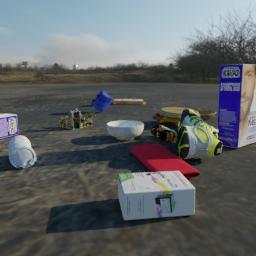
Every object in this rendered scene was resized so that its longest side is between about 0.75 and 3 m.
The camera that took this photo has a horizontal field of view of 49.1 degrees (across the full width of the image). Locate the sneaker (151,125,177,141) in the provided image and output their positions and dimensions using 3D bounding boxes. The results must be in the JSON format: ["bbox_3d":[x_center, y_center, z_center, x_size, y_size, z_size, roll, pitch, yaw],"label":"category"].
[{"bbox_3d":[1.107,0.170,9.615,0.532,0.414,1.183,-6,15,-38],"label":"sneaker"}]

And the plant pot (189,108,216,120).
[{"bbox_3d":[3.160,-0.706,14.068,2.444,0.336,2.444,-1,12,0],"label":"plant pot"}]

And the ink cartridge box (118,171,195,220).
[{"bbox_3d":[0.453,1.123,4.816,1.180,0.496,0.855,-2,12,-8],"label":"ink cartridge box"}]

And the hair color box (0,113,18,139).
[{"bbox_3d":[-5.133,0.041,9.313,1.383,0.820,2.530,5,11,25],"label":"hair color box"}]

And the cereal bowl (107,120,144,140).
[{"bbox_3d":[-0.096,0.093,9.708,1.272,0.530,1.272,1,12,0],"label":"cereal bowl"}]

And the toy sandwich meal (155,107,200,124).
[{"bbox_3d":[2.128,-0.451,12.186,1.999,0.685,1.999,2,14,-1],"label":"toy sandwich meal"}]

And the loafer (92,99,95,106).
[{"bbox_3d":[-1.882,-1.787,18.763,0.538,0.526,1.475,6,13,25],"label":"loafer"}]

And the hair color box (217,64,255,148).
[{"bbox_3d":[3.512,-0.723,8.765,1.355,2.479,0.804,-9,12,-39],"label":"hair color box"}]

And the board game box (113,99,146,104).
[{"bbox_3d":[0.124,-1.845,19.691,2.257,0.338,1.078,3,13,0],"label":"board game box"}]

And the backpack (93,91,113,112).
[{"bbox_3d":[-1.480,-1.473,15.550,0.854,1.050,0.881,39,4,8],"label":"backpack"}]

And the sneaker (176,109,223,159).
[{"bbox_3d":[2.041,0.218,8.322,1.084,1.069,2.836,8,23,5],"label":"sneaker"}]

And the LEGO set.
[{"bbox_3d":[-2.124,-0.463,11.630,1.437,0.833,1.105,-9,15,-36],"label":"LEGO set"}]

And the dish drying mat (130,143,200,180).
[{"bbox_3d":[0.797,0.814,7.055,0.928,0.220,2.416,-4,13,-15],"label":"dish drying mat"}]

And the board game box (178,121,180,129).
[{"bbox_3d":[2.311,-0.031,10.886,0.696,0.303,0.944,2,12,12],"label":"board game box"}]

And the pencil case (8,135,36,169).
[{"bbox_3d":[-2.749,0.592,7.238,0.617,0.566,1.361,12,6,-28],"label":"pencil case"}]
